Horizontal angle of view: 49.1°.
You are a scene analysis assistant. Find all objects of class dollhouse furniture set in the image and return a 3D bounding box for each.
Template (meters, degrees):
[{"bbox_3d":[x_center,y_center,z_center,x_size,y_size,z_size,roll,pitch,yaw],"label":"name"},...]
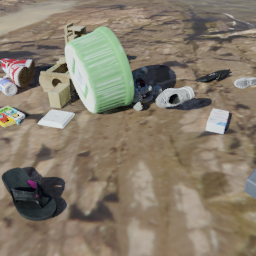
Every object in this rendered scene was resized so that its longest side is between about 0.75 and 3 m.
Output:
[{"bbox_3d":[-2.950,-2.689,11.486,1.607,2.557,2.891,9,34,14],"label":"dollhouse furniture set"}]

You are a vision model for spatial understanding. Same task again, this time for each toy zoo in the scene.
[{"bbox_3d":[-4.409,-0.412,10.279,1.315,0.135,0.863,24,41,32],"label":"toy zoo"}]

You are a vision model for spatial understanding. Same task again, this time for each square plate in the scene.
[{"bbox_3d":[-2.601,-0.373,10.223,1.024,0.146,1.014,9,35,14],"label":"square plate"}]

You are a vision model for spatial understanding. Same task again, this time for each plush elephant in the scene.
[{"bbox_3d":[0.444,-1.426,10.807,1.618,1.333,1.253,-30,20,7],"label":"plush elephant"}]

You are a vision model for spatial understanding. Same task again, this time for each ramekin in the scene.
[{"bbox_3d":[-1.120,-1.981,10.188,1.456,2.982,2.982,-24,40,-17],"label":"ramekin"}]

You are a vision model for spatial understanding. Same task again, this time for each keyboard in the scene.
[{"bbox_3d":[4.074,-2.362,13.135,1.865,0.370,0.971,-25,18,-30],"label":"keyboard"}]

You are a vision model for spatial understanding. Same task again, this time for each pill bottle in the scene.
[{"bbox_3d":[-5.181,-1.775,11.914,0.566,0.566,1.010,-26,42,-33],"label":"pill bottle"}]

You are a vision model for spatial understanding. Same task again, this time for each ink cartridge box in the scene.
[{"bbox_3d":[3.158,-0.252,9.845,0.606,0.357,1.053,14,37,20],"label":"ink cartridge box"}]

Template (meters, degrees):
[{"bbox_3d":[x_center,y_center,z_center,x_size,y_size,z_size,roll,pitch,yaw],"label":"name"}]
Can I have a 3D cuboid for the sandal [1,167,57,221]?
[{"bbox_3d":[-2.587,1.565,7.016,2.148,0.514,0.807,29,44,36],"label":"sandal"}]

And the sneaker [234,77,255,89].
[{"bbox_3d":[5.165,-2.032,12.529,1.192,0.446,0.489,-9,20,-25],"label":"sneaker"}]

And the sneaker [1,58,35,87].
[{"bbox_3d":[-5.197,-2.520,12.696,1.450,0.918,2.578,1,26,-5],"label":"sneaker"}]

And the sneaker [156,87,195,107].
[{"bbox_3d":[1.470,-1.047,9.761,0.691,0.630,1.686,-27,6,-33],"label":"sneaker"}]

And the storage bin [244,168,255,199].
[{"bbox_3d":[3.621,1.432,6.967,0.877,0.951,1.306,-33,45,-24],"label":"storage bin"}]
